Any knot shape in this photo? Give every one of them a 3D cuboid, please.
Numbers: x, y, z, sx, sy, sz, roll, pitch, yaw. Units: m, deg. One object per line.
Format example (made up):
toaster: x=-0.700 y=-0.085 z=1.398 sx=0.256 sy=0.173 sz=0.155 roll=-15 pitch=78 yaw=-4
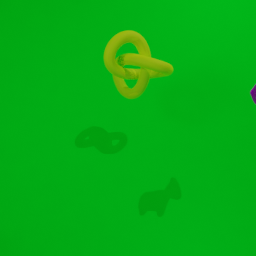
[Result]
knot shape: x=0.245 y=-1.207 z=5.599 sx=1.312 sy=1.402 sz=0.648 roll=7 pitch=51 yaw=10

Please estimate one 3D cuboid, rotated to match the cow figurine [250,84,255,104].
cow figurine: x=2.260 y=-0.509 z=4.096 sx=1.063 sy=1.046 sz=0.583 roll=3 pitch=105 yaw=-2
